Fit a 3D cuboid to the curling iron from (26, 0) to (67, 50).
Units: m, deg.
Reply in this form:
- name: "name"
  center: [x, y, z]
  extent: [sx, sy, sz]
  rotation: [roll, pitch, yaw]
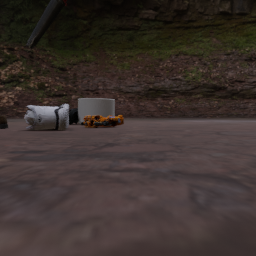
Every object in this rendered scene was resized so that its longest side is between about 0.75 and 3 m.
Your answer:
- name: "curling iron"
  center: [-1.555, -3.163, 6.908]
  extent: [0.382, 2.989, 0.741]
  rotation: [31, -6, 14]

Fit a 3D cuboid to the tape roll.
- name: "tape roll"
  center: [-1.668, -0.862, 14.932]
  extent: [1.945, 1.336, 1.945]
  rotation: [0, 2, 0]

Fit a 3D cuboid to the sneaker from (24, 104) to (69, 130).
- name: "sneaker"
  center: [-2.652, -0.396, 9.349]
  extent: [1.319, 0.862, 2.295]
  rotation: [2, 5, -11]

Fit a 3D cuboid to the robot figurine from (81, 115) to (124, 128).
- name: "robot figurine"
  center: [-1.025, -0.270, 10.987]
  extent: [1.220, 0.490, 1.682]
  rotation: [0, 2, 41]

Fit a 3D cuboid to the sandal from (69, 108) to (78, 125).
- name: "sandal"
  center: [-3.016, -0.708, 15.175]
  extent: [0.593, 0.932, 2.479]
  rotation: [15, 3, 0]

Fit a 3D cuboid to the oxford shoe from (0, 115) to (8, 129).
- name: "oxford shoe"
  center: [-4.865, -0.285, 10.063]
  extent: [1.458, 0.615, 0.530]
  rotation: [-1, 4, 25]

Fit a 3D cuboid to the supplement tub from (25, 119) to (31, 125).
- name: "supplement tub"
  center: [-3.904, -0.407, 12.149]
  extent: [0.922, 0.668, 0.668]
  rotation: [1, 3, 17]
